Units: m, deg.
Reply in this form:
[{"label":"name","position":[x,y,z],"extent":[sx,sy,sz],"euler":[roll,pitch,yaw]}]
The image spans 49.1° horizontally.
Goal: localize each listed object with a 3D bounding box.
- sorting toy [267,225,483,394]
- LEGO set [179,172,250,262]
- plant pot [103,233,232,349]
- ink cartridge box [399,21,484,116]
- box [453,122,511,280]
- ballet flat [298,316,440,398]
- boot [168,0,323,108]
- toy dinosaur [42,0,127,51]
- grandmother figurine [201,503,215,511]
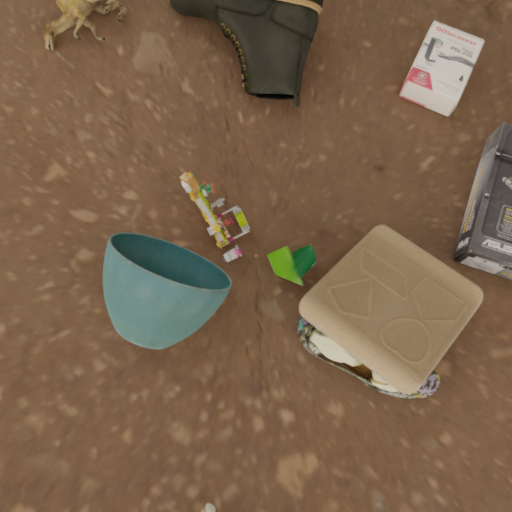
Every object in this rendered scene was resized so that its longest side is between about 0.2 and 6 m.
[{"label":"sorting toy","position":[1.712,0.482,8.765],"extent":[3.034,0.447,2.243],"euler":[37,59,20]},{"label":"LEGO set","position":[-0.587,-0.726,9.014],"extent":[0.598,0.739,1.607],"euler":[-26,104,5]},{"label":"plant pot","position":[-1.476,0.626,8.371],"extent":[1.900,1.900,1.279],"euler":[25,102,6]},{"label":"ink cartridge box","position":[3.272,-3.309,9.876],"extent":[0.979,0.570,1.345],"euler":[25,75,6]},{"label":"box","position":[5.020,-0.589,9.094],"extent":[2.990,0.723,2.368],"euler":[18,76,5]},{"label":"ballet flat","position":[1.659,1.592,8.483],"extent":[2.349,0.845,0.845],"euler":[27,77,7]},{"label":"boot","position":[-0.377,-3.762,9.836],"extent":[2.835,1.098,1.961],"euler":[12,98,21]},{"label":"toy dinosaur","position":[-3.005,-4.676,10.180],"extent":[1.168,0.672,2.309],"euler":[29,78,8]},{"label":"grandmother figurine","position":[-0.899,3.934,8.078],"extent":[0.815,0.494,0.247],"euler":[-46,124,-14]}]
